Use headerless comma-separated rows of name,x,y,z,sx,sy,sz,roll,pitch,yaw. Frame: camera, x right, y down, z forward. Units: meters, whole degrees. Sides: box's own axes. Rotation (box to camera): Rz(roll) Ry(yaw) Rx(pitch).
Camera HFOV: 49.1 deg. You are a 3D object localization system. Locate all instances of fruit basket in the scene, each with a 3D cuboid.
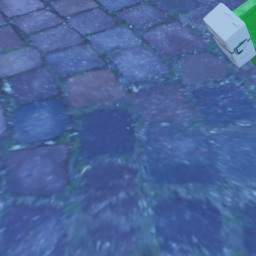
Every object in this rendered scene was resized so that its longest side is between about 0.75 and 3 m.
fruit basket,2.236,-1.655,4.879,0.841,1.166,1.166,-32,47,22

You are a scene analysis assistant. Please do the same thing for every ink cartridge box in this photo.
ink cartridge box,1.585,-1.419,4.348,0.358,0.850,0.621,-40,55,17
